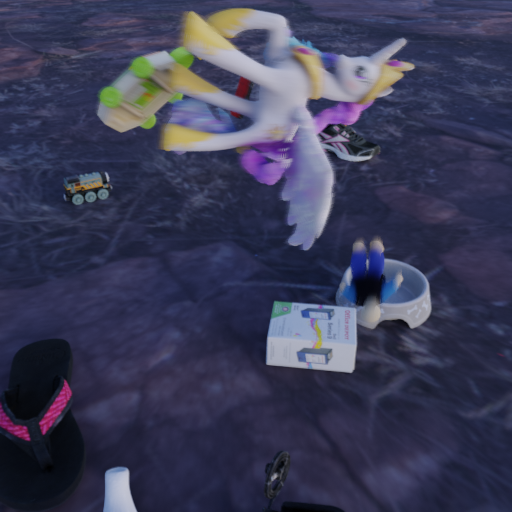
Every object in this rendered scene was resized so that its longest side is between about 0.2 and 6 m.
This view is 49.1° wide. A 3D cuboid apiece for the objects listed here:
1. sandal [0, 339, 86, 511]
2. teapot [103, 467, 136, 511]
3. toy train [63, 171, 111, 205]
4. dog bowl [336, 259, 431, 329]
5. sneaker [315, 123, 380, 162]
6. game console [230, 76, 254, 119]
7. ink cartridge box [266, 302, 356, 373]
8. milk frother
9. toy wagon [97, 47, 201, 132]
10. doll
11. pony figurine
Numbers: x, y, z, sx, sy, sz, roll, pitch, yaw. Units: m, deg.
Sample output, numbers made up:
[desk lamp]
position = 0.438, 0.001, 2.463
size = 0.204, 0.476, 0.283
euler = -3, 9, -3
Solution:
[sandal]
position = -2.523, 1.694, 6.368
size = 0.995, 0.597, 2.649
euler = -10, 33, -15
[teapot]
position = -1.037, 2.705, 4.184
size = 1.591, 1.162, 1.570
euler = 22, 36, 29
[toy train]
position = -3.427, -1.397, 11.354
size = 0.973, 0.555, 0.415
euler = -16, 36, -24
[dog bowl]
position = 1.925, 0.530, 8.416
size = 1.420, 0.416, 1.420
euler = 0, 33, 0
[sneaker]
position = 2.083, -2.828, 13.426
size = 1.833, 0.791, 0.736
euler = 20, 39, 28
[game console]
position = 0.154, -2.727, 9.126
size = 0.812, 1.179, 1.368
euler = 16, 13, -11
[ink cartridge box]
position = 0.751, 1.065, 7.474
size = 1.146, 0.501, 0.832
euler = 6, 32, 7
[milk frother]
position = 0.497, 2.345, 4.983
size = 0.927, 0.986, 0.890
euler = 5, 28, 7
[toy wagon]
position = -1.940, -3.206, 10.514
size = 0.439, 2.217, 1.720
euler = 50, 9, 7
[doll]
position = 1.067, 0.234, 5.205
size = 0.575, 0.204, 0.843
euler = -5, 49, 17
[pony figurine]
position = 0.249, -1.477, 6.036
size = 2.359, 2.277, 1.964
euler = 6, 46, -16
